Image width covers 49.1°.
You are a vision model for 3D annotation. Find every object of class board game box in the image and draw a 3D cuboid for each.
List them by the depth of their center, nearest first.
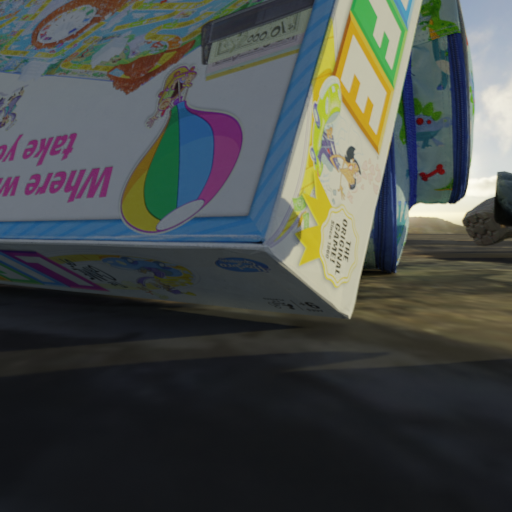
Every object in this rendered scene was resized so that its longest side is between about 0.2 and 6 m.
[{"bbox_3d":[-1.255,-1.365,4.262,4.798,3.226,0.821,2,-24,36],"label":"board game box"}]

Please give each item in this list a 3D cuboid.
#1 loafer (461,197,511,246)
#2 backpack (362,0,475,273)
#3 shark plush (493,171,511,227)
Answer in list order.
[{"bbox_3d":[4.503,-0.789,9.124,1.017,1.019,2.915,-33,5,-11],"label":"loafer"},{"bbox_3d":[1.091,-1.291,5.835,2.168,2.950,2.700,1,5,14],"label":"backpack"},{"bbox_3d":[2.429,-0.222,2.046,2.775,1.156,1.261,2,3,34],"label":"shark plush"}]
